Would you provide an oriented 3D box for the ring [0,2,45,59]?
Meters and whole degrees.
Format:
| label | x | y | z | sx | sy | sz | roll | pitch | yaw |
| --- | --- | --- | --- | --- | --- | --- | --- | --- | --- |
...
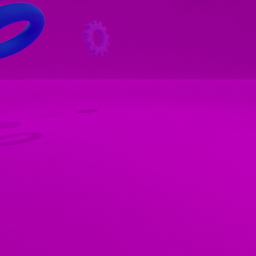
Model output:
| label | x | y | z | sx | sy | sz | roll | pitch | yaw |
| --- | --- | --- | --- | --- | --- | --- | --- | --- | --- |
| ring | -2.272 | -1.804 | 5.319 | 1.510 | 0.302 | 1.510 | -33 | 1 | 1 |

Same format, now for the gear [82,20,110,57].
| label | x | y | z | sx | sy | sz | roll | pitch | yaw |
| --- | --- | --- | --- | --- | --- | --- | --- | --- | --- |
| gear | -1.135 | -3.219 | 10.117 | 0.226 | 1.224 | 1.224 | 3 | 10 | 36 |
